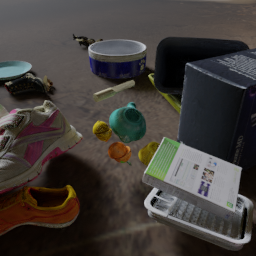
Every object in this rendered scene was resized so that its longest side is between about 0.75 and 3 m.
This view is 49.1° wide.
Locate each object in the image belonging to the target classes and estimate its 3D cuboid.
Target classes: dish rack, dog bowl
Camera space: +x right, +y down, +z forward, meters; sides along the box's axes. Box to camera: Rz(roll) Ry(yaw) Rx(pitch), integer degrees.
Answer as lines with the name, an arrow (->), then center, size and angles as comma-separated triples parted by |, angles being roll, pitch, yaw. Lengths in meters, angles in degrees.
dish rack -> 1.221, 1.419, 4.820 | 1.672, 0.364, 1.435 | 14, 20, 22
dog bowl -> -0.411, -2.875, 11.485 | 2.343, 0.923, 2.343 | 0, 32, 0

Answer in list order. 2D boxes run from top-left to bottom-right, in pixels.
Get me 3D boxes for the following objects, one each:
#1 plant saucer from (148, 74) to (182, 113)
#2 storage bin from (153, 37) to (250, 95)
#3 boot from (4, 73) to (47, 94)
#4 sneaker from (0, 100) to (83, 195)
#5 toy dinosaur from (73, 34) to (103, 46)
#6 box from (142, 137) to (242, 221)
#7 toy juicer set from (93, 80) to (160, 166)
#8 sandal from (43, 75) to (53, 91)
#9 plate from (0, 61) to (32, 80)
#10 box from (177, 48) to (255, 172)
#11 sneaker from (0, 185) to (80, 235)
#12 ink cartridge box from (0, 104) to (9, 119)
plant saucer -> 2.287, -1.089, 8.846 | 2.658, 0.637, 2.661 | -9, 33, -14
storage bin -> 2.126, -1.580, 8.519 | 2.541, 1.849, 1.707 | 6, 3, 9
boot -> -3.474, -1.385, 9.544 | 1.012, 0.484, 1.340 | -32, 47, -32
sneaker -> -2.180, 0.360, 5.465 | 1.190, 1.290, 2.925 | -25, 11, 30
toy dinosaur -> -2.328, -4.603, 14.728 | 2.235, 0.530, 0.985 | 24, 24, 34
box -> 1.146, 0.818, 4.893 | 1.533, 0.279, 1.106 | 23, 40, 13
toy juicer set -> -0.205, -0.109, 6.461 | 1.437, 0.614, 2.258 | -5, 60, -27
sandal -> -2.834, -1.558, 10.051 | 0.291, 0.324, 0.883 | 18, 27, -34
plate -> -4.821, -2.252, 11.127 | 1.967, 0.251, 1.967 | -1, 31, 0
box -> 2.760, -0.482, 6.394 | 2.959, 2.190, 1.544 | -19, 37, -26
sneaker -> -1.892, 1.324, 4.779 | 2.073, 0.800, 0.756 | -9, 34, -11
ink cartridge box -> -3.360, 0.471, 5.707 | 1.562, 0.486, 1.940 | -33, 23, 21
